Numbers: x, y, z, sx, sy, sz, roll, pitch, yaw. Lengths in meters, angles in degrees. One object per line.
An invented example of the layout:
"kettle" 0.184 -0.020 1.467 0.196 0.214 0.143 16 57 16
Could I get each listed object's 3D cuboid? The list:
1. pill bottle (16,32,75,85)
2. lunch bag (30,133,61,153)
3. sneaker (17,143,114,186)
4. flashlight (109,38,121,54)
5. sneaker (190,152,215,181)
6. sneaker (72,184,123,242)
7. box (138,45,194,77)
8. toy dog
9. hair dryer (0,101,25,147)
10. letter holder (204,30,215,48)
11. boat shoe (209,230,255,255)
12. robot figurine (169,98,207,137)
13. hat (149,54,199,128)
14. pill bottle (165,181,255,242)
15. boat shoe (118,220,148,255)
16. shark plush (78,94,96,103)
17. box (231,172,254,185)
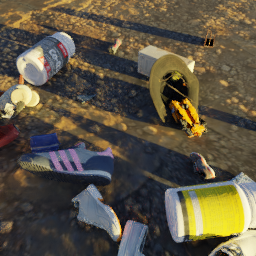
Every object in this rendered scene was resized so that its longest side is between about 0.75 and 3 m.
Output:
"pill bottle" -3.734 -3.333 13.141 1.555 1.555 2.730 17 47 17
"lunch bag" -2.828 0.553 9.651 0.993 0.657 0.674 -8 4 -7
"sneaker" -1.894 1.015 8.848 2.975 1.044 1.220 9 57 3
"flashlight" -0.706 -4.453 15.174 0.387 0.389 1.144 15 45 13
"sneaker" 2.310 1.256 9.148 0.463 0.435 1.130 -25 48 -16
"sneaker" -0.877 2.469 7.746 0.895 0.737 1.946 -30 43 -18
"box" 1.685 -2.818 12.909 2.447 1.162 0.951 30 51 26
"toy dog" -4.930 -1.339 11.061 2.634 1.268 1.737 -11 1 -20
"hair dryer" -4.669 -0.107 9.973 1.656 0.591 2.174 12 77 -2
"letter holder" 4.567 -5.020 15.544 0.495 0.699 0.984 11 44 11
"boat shoe" 2.455 3.203 6.698 2.681 0.936 0.950 -22 48 -21
"robot figurine" 2.246 -0.336 10.449 1.183 0.475 1.632 -11 64 -31
"hat" 1.566 -1.359 11.141 2.913 2.913 1.175 -41 16 -35
"pill bottle" 2.299 2.156 7.430 2.421 1.384 1.384 -7 44 -3
"boat shoe" 0.139 3.203 6.876 0.711 0.697 1.998 4 40 10
"shark plush" -1.726 -1.300 11.889 0.794 0.331 0.361 -5 44 -5
"box" 3.428 1.907 8.587 1.101 0.220 0.754 -26 49 -25
